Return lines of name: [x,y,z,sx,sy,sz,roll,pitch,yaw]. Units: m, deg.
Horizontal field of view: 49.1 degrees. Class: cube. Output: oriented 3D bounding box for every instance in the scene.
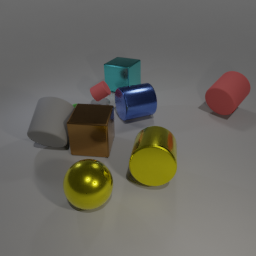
cube: [-1.285,0.067,10.171,1.400,1.400,1.400,3,33,5]
cube: [-0.259,-2.702,14.294,1.400,1.400,1.400,13,33,24]

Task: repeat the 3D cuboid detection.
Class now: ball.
ball: [-1.113,1.571,7.881,1.400,1.400,1.400,0,33,0]

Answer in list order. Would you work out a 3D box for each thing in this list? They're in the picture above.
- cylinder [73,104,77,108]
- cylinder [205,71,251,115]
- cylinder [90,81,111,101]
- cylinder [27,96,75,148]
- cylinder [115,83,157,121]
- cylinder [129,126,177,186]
cylinder: [-2.105,-0.662,11.652,0.700,0.700,0.700,-10,8,-15]
cylinder: [4.283,-1.503,12.046,1.400,1.400,1.400,27,56,35]
cylinder: [-1.249,-1.665,12.675,0.700,0.700,0.700,-28,30,16]
cylinder: [-2.738,-0.197,10.106,1.400,1.400,1.400,5,64,8]
cylinder: [0.316,-1.126,11.915,1.400,1.400,1.400,-12,35,-19]
cylinder: [0.810,0.834,8.683,1.400,1.400,1.400,5,25,7]
